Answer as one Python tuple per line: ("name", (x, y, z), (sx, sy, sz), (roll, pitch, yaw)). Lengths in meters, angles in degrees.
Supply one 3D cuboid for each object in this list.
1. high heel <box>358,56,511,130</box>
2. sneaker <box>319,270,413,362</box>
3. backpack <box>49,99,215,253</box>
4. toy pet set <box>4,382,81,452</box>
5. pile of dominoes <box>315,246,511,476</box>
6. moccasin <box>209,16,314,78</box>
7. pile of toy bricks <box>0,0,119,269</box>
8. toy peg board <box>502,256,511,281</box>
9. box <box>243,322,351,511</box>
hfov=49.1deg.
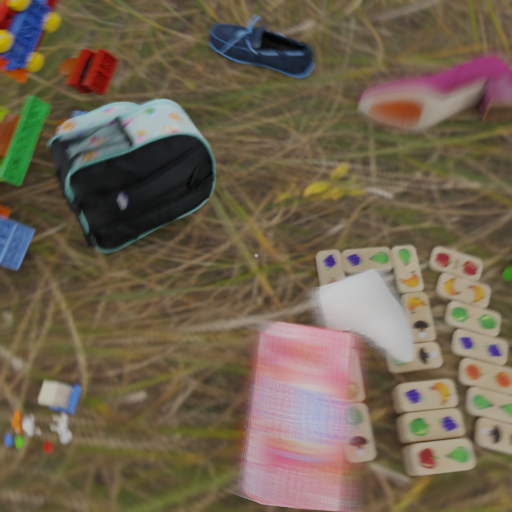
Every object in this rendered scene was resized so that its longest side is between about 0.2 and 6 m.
("high heel", (3.241, -3.097, 10.271), (2.880, 0.971, 1.385), (2, 57, -5))
("sneaker", (1.594, 0.963, 8.274), (1.008, 1.745, 0.643), (-17, 32, 30))
("backpack", (-1.857, -1.375, 8.804), (2.270, 1.995, 1.740), (-20, 52, -10))
("toy pet set", (-2.963, 2.347, 8.136), (1.046, 0.556, 0.977), (-4, 62, 34))
("pile of dominoes", (2.520, 1.367, 8.462), (2.779, 0.568, 3.565), (-6, 68, -2))
("moccasin", (0.122, -4.125, 10.707), (2.118, 0.722, 0.852), (16, 68, 7))
("pile of toy bricks", (-4.401, -2.041, 9.296), (2.293, 2.577, 4.645), (16, 83, 37))
("toy peg board", (4.800, 0.132, 9.040), (1.367, 0.672, 1.373), (35, 72, -3))
("box", (0.540, 2.151, 7.623), (1.069, 1.159, 2.259), (10, 72, -10))
